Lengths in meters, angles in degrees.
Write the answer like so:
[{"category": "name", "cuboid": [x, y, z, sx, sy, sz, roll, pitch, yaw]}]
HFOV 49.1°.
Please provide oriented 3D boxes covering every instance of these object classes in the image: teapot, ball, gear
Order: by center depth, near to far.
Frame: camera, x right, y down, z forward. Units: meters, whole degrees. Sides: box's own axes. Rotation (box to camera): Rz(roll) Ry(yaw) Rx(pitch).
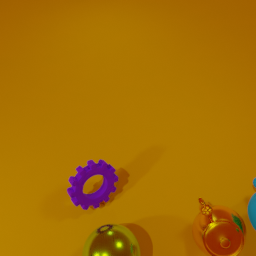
[{"category": "ball", "cuboid": [-0.343, 2.638, 5.847, 1.222, 1.222, 1.222, 0, 56, 0]}, {"category": "teapot", "cuboid": [1.981, 2.268, 6.090, 1.169, 0.920, 1.880, -30, 88, 6]}, {"category": "gear", "cuboid": [-0.815, 1.337, 6.610, 1.208, 1.208, 0.223, -31, 34, -19]}]

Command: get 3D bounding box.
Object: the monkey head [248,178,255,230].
[{"category": "monkey head", "cuboid": [3.199, 1.748, 5.881, 1.033, 1.234, 1.715, 38, 35, -13]}]
